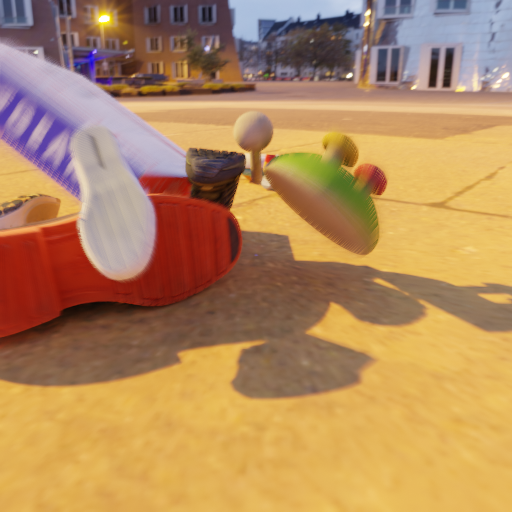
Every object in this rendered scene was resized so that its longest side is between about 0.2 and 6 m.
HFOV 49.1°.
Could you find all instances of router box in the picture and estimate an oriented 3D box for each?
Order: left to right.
[{"bbox_3d":[-2.442,-1.793,8.336,3.355,0.819,3.011,37,13,10],"label":"router box"}]

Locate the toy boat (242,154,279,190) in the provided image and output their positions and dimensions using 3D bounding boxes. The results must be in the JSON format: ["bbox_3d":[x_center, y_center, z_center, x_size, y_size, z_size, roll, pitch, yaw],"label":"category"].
[{"bbox_3d":[0.187,-2.005,13.258,1.435,0.793,1.707,1,10,-9],"label":"toy boat"}]

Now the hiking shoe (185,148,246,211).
[{"bbox_3d":[-0.523,-0.844,7.278,0.754,1.002,1.990,6,6,2],"label":"hiking shoe"}]

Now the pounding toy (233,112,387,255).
[{"bbox_3d":[0.864,-1.056,7.050,2.179,1.011,1.682,39,-6,20],"label":"pounding toy"}]

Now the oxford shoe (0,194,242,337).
[{"bbox_3d":[-1.849,-0.050,6.489,3.620,1.288,1.313,-9,12,-34],"label":"oxford shoe"}]

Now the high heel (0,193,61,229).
[{"bbox_3d":[-4.125,-0.491,8.248,1.734,0.869,2.433,10,29,9],"label":"high heel"}]

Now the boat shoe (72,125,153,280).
[{"bbox_3d":[-1.362,-0.485,5.537,0.679,0.617,1.847,-15,59,-4],"label":"boat shoe"}]
